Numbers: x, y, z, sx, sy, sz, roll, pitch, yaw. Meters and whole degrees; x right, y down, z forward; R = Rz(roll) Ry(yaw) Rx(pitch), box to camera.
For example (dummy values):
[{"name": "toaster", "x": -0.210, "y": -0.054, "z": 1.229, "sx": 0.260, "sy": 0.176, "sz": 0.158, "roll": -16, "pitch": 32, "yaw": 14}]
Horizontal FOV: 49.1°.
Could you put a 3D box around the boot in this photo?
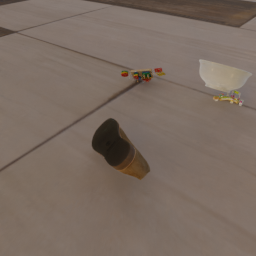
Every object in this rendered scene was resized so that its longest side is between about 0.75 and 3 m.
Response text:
[{"name": "boot", "x": -0.205, "y": 0.468, "z": 6.356, "sx": 0.819, "sy": 0.839, "sz": 2.225, "roll": -47, "pitch": 29, "yaw": 4}]

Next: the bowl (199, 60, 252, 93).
[{"name": "bowl", "x": 2.923, "y": -1.563, "z": 8.762, "sx": 1.657, "sy": 0.745, "sz": 1.657, "roll": 15, "pitch": 13, "yaw": -4}]

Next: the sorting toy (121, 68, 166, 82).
[{"name": "sorting toy", "x": 0.545, "y": -1.786, "z": 9.719, "sx": 1.495, "sy": 0.721, "sz": 0.253, "roll": -3, "pitch": 78, "yaw": 10}]

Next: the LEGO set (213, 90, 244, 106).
[{"name": "LEGO set", "x": 3.203, "y": -1.006, "z": 8.865, "sx": 0.923, "sy": 0.343, "sz": 0.424, "roll": 16, "pitch": 39, "yaw": 22}]
